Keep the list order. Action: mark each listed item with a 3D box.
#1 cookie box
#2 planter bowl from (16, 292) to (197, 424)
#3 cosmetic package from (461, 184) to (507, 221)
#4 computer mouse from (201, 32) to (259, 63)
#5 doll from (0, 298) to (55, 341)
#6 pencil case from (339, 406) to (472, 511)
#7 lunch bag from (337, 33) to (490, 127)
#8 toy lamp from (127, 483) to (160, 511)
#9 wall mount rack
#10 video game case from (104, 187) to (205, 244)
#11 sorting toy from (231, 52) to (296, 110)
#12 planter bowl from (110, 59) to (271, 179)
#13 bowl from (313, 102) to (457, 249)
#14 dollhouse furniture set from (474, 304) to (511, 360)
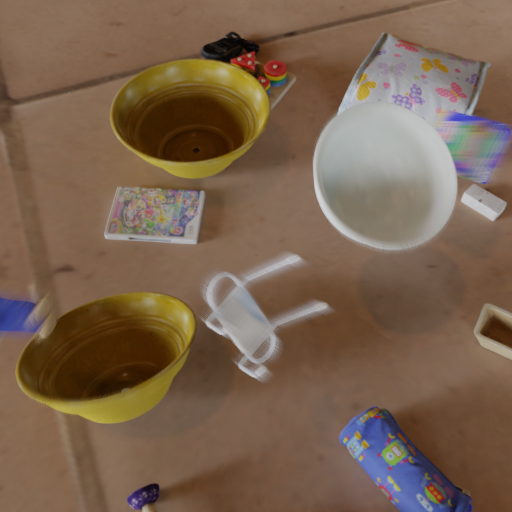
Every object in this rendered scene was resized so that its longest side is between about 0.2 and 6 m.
[{"bbox_3d":[3.220,-1.710,8.722,1.056,0.397,0.903,30,98,40],"label":"cookie box"},{"bbox_3d":[-2.076,1.682,8.380,2.616,1.090,2.616,-7,29,4],"label":"planter bowl"},{"bbox_3d":[4.497,-1.063,11.075,0.756,0.280,0.385,37,62,24],"label":"cosmetic package"},{"bbox_3d":[-0.741,-5.051,13.899,1.044,0.397,1.508,38,52,24],"label":"computer mouse"},{"bbox_3d":[-3.050,0.652,6.375,1.427,0.974,0.346,8,47,7],"label":"doll"},{"bbox_3d":[2.098,3.018,7.833,0.872,0.783,2.007,-40,63,-9],"label":"pencil case"},{"bbox_3d":[3.152,-3.045,11.568,2.470,1.852,2.912,21,47,12],"label":"lunch bag"},{"bbox_3d":[-1.175,3.967,7.343,0.537,0.537,1.845,-24,57,-16],"label":"toy lamp"},{"bbox_3d":[0.102,0.584,5.749,1.107,1.275,0.475,-46,38,-20],"label":"wall mount rack"},{"bbox_3d":[-1.960,-0.817,10.970,1.762,0.159,1.262,3,54,2],"label":"video game case"},{"bbox_3d":[-0.061,-4.160,13.126,1.525,0.531,1.516,24,58,17],"label":"sorting toy"},{"bbox_3d":[-1.284,-2.556,11.504,3.156,1.315,3.156,0,55,-1],"label":"planter bowl"},{"bbox_3d":[1.617,-0.992,7.710,2.036,0.915,2.036,3,78,-13],"label":"bowl"},{"bbox_3d":[4.533,1.574,8.262,2.502,1.776,1.983,25,58,17],"label":"dollhouse furniture set"}]
